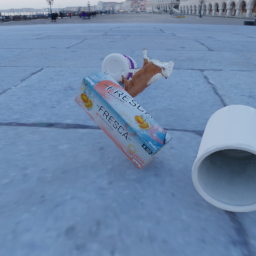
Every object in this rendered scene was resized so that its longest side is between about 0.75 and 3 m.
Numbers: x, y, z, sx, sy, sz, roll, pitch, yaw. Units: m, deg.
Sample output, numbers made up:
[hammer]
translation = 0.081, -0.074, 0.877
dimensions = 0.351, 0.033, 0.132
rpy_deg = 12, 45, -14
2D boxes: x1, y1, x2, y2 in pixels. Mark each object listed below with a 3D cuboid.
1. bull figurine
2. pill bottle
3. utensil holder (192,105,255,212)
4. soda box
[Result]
[bull figurine]
translation = 0.542, -1.734, 8.895
dimensions = 0.627, 1.926, 1.169
rpy_deg = 16, 49, -47
[pill bottle]
translation = -0.311, -2.806, 13.164
dimensions = 1.242, 1.242, 2.209
rpy_deg = 7, 12, 15
[utensil holder]
translation = 2.145, 0.504, 5.543
dimensions = 1.467, 1.467, 1.726
rpy_deg = 9, 33, 19
[soda box]
translation = -0.166, -0.252, 6.951
dimensions = 2.512, 0.859, 0.799
rpy_deg = 46, 45, 11
